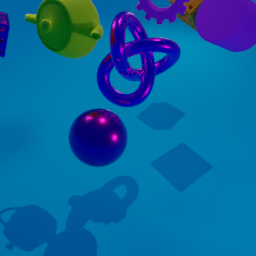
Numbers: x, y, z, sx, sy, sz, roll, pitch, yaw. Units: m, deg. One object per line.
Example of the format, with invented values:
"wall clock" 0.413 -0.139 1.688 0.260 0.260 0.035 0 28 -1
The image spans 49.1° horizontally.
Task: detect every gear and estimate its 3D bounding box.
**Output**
"gear" 0.641 -2.508 5.279 1.050 1.050 0.194 11 45 12

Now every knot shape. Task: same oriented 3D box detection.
"knot shape" 0.118 -1.490 5.752 1.880 1.760 0.869 -35 40 -9

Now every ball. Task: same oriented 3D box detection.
"ball" -0.540 0.173 5.104 1.067 1.067 1.067 0 40 0

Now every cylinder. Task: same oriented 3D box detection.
"cylinder" 2.437 -2.512 6.633 1.203 1.203 1.203 1 31 -43

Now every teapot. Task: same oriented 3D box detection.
"teapot" -1.082 -1.807 4.973 1.914 1.190 0.937 22 28 26

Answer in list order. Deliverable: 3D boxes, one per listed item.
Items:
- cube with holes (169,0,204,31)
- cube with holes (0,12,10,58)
"cube with holes" 2.007 -3.733 8.401 0.974 0.974 0.974 -46 62 8
"cube with holes" -3.313 -2.290 6.615 0.814 0.814 0.814 6 35 -31
